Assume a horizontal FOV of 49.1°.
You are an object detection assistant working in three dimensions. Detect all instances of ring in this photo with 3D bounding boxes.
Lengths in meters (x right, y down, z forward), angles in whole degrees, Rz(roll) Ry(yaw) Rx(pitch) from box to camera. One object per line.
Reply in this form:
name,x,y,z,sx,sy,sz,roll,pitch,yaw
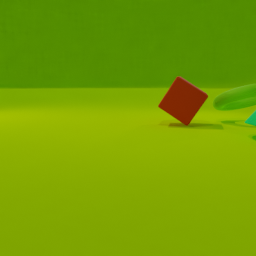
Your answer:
ring,3.799,-0.986,9.220,1.979,0.396,1.979,-9,-10,-2

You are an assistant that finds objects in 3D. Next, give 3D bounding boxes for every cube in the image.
cube,1.723,-0.876,8.747,1.084,1.084,1.084,34,16,5

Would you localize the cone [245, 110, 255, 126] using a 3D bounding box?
cone,3.686,-0.675,6.367,1.567,1.573,1.567,13,8,-2
